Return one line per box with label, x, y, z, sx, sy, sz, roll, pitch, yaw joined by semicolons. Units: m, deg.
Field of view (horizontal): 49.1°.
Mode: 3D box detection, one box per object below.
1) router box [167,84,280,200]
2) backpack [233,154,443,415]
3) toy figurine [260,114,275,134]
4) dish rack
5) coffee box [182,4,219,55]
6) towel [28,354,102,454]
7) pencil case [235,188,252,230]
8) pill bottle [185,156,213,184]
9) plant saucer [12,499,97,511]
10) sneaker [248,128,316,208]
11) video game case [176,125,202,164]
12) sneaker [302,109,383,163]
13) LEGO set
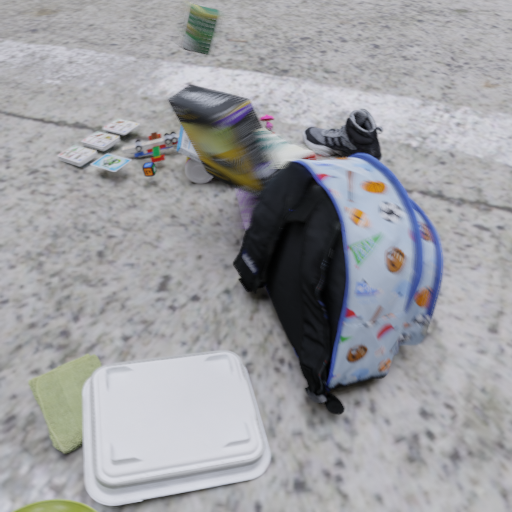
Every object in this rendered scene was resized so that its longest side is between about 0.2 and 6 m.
router box;-0.546;-2.080;10.169;0.587;1.767;2.248;-38;36;-14
backpack;1.449;0.094;9.297;2.760;3.413;3.583;-17;44;-17
toy figurine;0.311;-3.392;15.133;0.646;0.792;0.861;-13;44;-13
dish rack;-1.260;2.416;8.647;2.735;0.595;2.347;-4;42;-15
coffee box;-1.142;-4.599;11.411;0.591;0.961;0.211;7;55;-17
towel;-2.912;2.350;9.135;1.200;0.295;1.618;-23;47;-25
pencil case;0.246;-0.899;12.073;1.121;1.101;2.622;-29;42;10
pill bottle;-1.393;-2.508;14.182;0.740;0.740;1.419;-1;42;-1
plant saucer;-2.748;4.204;7.054;2.173;0.338;2.173;0;43;0
sneaker;0.427;-1.901;11.528;1.489;1.121;3.185;-15;45;1
video game case;-0.908;-2.585;13.895;2.151;0.191;1.539;23;37;-21
sneaker;2.264;-3.220;14.514;2.375;1.352;0.896;29;49;28
LEGO set;-3.346;-2.668;14.689;3.032;0.744;2.265;18;47;33
